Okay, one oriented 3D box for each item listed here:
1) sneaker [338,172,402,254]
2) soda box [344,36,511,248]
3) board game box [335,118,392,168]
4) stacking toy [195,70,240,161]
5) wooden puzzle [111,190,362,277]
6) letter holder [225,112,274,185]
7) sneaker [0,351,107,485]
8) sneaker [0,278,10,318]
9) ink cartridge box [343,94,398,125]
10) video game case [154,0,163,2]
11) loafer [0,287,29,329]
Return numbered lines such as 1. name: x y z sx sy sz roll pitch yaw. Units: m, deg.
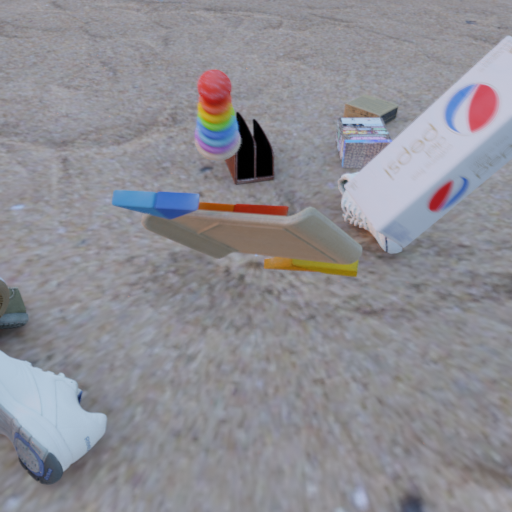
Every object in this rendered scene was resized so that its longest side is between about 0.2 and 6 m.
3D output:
1. sneaker: 2.000 -0.778 10.049 0.899 0.928 2.541 -9 29 4
2. soda box: 2.636 -1.443 7.527 0.904 2.841 0.968 22 32 -49
3. board game box: 2.353 -2.511 12.373 1.017 0.618 1.275 0 38 0
4. stacking toy: -0.539 -1.860 7.349 0.643 1.506 0.643 0 72 -1
5. wooden puzzle: 0.022 -0.239 5.862 1.979 2.933 0.343 3 79 21
6. letter holder: -0.231 -2.487 11.864 0.855 1.209 1.701 -9 38 -11
7. sneaker: -2.752 1.773 6.848 2.266 0.844 0.987 34 38 27
8. sneaker: -4.912 0.934 7.167 3.175 1.131 1.785 -38 53 -22
9. ink cartridge box: 2.863 -3.612 13.981 1.057 0.397 0.871 31 46 33
10. video game case: -1.999 -5.328 10.254 0.137 1.082 1.188 13 18 16
11. loafer: -4.217 0.746 7.998 1.828 0.687 0.637 -1 75 -15
